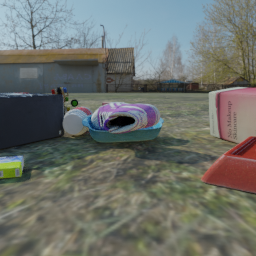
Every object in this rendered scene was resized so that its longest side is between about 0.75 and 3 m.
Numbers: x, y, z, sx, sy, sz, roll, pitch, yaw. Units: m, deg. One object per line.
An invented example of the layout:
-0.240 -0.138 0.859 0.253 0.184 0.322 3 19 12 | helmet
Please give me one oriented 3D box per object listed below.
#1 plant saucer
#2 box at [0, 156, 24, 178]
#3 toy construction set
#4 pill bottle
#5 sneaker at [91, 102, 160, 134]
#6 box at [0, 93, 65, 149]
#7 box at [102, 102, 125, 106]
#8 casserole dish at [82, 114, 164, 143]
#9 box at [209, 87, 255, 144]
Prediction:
3.372 0.702 5.544 2.961 0.545 2.967 6 12 35 | plant saucer
-2.494 0.806 5.852 0.557 0.218 0.914 -3 10 -16 | box
-3.636 -1.208 14.406 2.002 1.670 1.539 -33 20 -5 | toy construction set
-1.807 -0.254 10.169 0.929 0.929 1.656 0 9 3 | pill bottle
-0.488 -0.284 8.333 2.549 0.924 1.453 -6 8 41 | sneaker
-3.990 -0.371 9.130 2.584 1.477 2.838 7 12 32 | box
-0.843 -1.163 16.469 1.275 0.694 0.815 1 9 5 | box
-0.145 -0.022 9.250 2.699 0.524 1.635 -4 23 -13 | casserole dish
3.780 -0.375 8.551 1.343 1.576 2.465 -11 12 -20 | box
